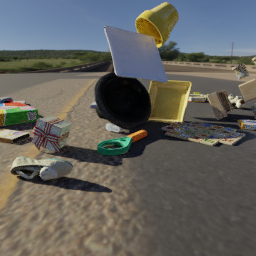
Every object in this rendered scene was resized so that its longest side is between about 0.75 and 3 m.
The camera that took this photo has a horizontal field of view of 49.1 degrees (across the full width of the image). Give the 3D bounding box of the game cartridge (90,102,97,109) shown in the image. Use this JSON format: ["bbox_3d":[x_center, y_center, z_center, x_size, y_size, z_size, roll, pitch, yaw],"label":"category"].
[{"bbox_3d":[-1.409,-1.281,15.906,1.391,0.284,0.926,2,19,7],"label":"game cartridge"}]

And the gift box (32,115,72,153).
[{"bbox_3d":[-2.375,0.242,8.780,0.936,1.014,0.947,16,14,9],"label":"gift box"}]

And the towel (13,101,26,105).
[{"bbox_3d":[-6.513,-1.463,16.656,0.826,0.215,1.246,-5,16,-17],"label":"towel"}]

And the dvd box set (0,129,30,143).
[{"bbox_3d":[-4.269,0.287,9.982,1.209,0.178,0.884,6,16,20],"label":"dvd box set"}]

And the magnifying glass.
[{"bbox_3d":[-0.089,0.434,9.286,0.947,0.266,2.379,10,17,33],"label":"magnifying glass"}]

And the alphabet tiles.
[{"bbox_3d":[2.788,0.142,10.547,2.780,0.088,2.313,13,21,38],"label":"alphabet tiles"}]

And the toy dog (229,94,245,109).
[{"bbox_3d":[6.027,-1.412,15.566,0.977,0.703,1.007,-28,29,-33],"label":"toy dog"}]

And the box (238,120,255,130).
[{"bbox_3d":[5.214,-0.120,11.432,1.254,0.260,0.746,5,15,8],"label":"box"}]

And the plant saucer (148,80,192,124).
[{"bbox_3d":[1.806,-1.139,12.636,1.980,1.981,0.480,9,-9,29],"label":"plant saucer"}]

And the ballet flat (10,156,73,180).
[{"bbox_3d":[-2.092,1.037,6.737,1.629,0.549,0.508,1,42,20],"label":"ballet flat"}]

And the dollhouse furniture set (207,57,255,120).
[{"bbox_3d":[5.361,-1.592,12.827,2.836,2.605,1.845,-24,-1,32],"label":"dollhouse furniture set"}]

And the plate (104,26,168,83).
[{"bbox_3d":[0.205,-2.104,8.260,1.790,1.794,0.290,2,-28,-32],"label":"plate"}]

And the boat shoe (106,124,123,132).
[{"bbox_3d":[-0.531,0.034,10.892,0.815,0.294,0.253,20,3,40],"label":"boat shoe"}]

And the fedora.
[{"bbox_3d":[-0.384,-1.018,12.070,2.875,2.875,1.313,-12,-15,-38],"label":"fedora"}]

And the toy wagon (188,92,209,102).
[{"bbox_3d":[4.582,-2.065,18.634,1.554,0.396,2.003,4,14,14],"label":"toy wagon"}]

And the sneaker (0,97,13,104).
[{"bbox_3d":[-7.136,-1.308,15.507,1.525,0.572,0.644,-18,45,-23],"label":"sneaker"}]

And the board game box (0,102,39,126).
[{"bbox_3d":[-5.621,-0.682,12.987,2.046,0.539,2.673,-11,18,-37],"label":"board game box"}]

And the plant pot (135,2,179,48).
[{"bbox_3d":[1.014,-3.398,9.053,1.098,1.167,1.167,-47,33,-15],"label":"plant pot"}]
